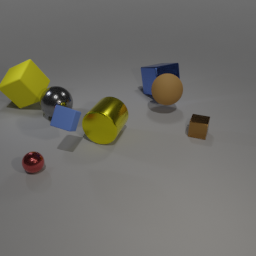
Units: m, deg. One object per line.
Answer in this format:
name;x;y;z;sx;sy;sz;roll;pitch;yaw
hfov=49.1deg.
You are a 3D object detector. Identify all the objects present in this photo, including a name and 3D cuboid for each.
ball;1.735;-1.705;12.422;1.400;1.400;1.400;0;31;0
ball;-3.088;-1.109;12.128;1.400;1.400;1.400;0;31;0
cylinder;-0.844;-0.308;10.759;1.400;1.400;1.400;10;32;16
cube;1.646;-2.477;14.137;1.400;1.400;1.400;-16;18;-26
cube;2.798;-0.055;11.038;0.700;0.700;0.700;11;32;18
cube;-2.059;-0.314;9.315;0.700;0.700;0.700;17;1;5
ball;-3.073;1.108;9.079;0.700;0.700;0.700;0;31;0
cube;-4.692;-1.994;12.770;1.400;1.400;1.400;-15;45;26
